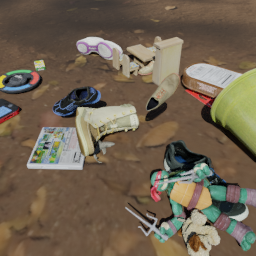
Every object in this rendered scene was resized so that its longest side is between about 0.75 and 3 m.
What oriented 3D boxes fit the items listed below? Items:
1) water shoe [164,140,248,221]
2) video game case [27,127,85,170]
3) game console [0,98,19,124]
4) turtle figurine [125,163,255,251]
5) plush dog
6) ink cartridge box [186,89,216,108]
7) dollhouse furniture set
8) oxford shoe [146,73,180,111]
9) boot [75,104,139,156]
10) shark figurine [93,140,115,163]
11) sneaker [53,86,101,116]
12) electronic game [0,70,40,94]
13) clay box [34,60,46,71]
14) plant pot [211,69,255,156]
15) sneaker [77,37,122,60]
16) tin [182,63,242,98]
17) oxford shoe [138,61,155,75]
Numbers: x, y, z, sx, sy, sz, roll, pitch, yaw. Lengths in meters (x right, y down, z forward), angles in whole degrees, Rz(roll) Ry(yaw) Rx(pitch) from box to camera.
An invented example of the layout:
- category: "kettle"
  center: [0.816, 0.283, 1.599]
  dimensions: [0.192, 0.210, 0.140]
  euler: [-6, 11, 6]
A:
- category: "water shoe"
  center: [1.977, 1.363, 7.488]
  dimensions: [0.970, 1.071, 2.714]
  euler: [-28, 47, -30]
- category: "video game case"
  center: [-2.165, 0.616, 9.090]
  dimensions: [1.679, 0.203, 1.842]
  euler: [1, 39, 1]
- category: "game console"
  center: [-5.053, -0.560, 10.514]
  dimensions: [1.394, 0.245, 1.576]
  euler: [27, 46, 29]
- category: "turtle figurine"
  center: [1.552, 1.629, 6.590]
  dimensions: [2.944, 2.204, 1.482]
  euler: [17, 27, 8]
- category: "plush dog"
  center: [1.542, 2.547, 6.294]
  dimensions: [0.883, 1.101, 0.946]
  euler: [-28, 24, 19]
- category: "ink cartridge box"
  center: [3.501, -1.519, 11.586]
  dimensions: [1.489, 0.378, 1.690]
  euler: [-20, 43, -24]
- category: "dollhouse furniture set"
  center: [1.036, -3.453, 12.803]
  dimensions: [2.581, 1.829, 2.810]
  euler: [-21, 44, -24]
- category: "oxford shoe"
  center: [0.963, -0.941, 7.775]
  dimensions: [0.467, 1.327, 0.496]
  euler: [38, 35, 3]
- category: "boot"
  center: [-0.624, -0.071, 8.888]
  dimensions: [1.999, 0.931, 2.585]
  euler: [-6, 26, -7]
- category: "shark figurine"
  center: [-0.924, 0.636, 8.925]
  dimensions: [0.605, 0.423, 1.013]
  euler: [16, 40, 21]
- category: "sneaker"
  center: [-1.880, -0.958, 9.472]
  dimensions: [1.869, 0.728, 0.655]
  euler: [-21, 71, 18]
- category: "electronic game"
  center: [-4.790, -2.058, 12.229]
  dimensions: [1.873, 0.390, 1.873]
  euler: [0, 39, 0]
- category: "clay box"
  center: [-4.290, -3.052, 13.610]
  dimensions: [0.443, 0.184, 0.771]
  euler: [-13, 41, -16]
- category: "plant pot"
  center: [4.264, -0.178, 8.596]
  dimensions: [2.533, 2.533, 2.328]
  euler: [-13, 52, -16]
- category: "sneaker"
  center: [-1.354, -4.302, 14.530]
  dimensions: [2.573, 0.963, 1.282]
  euler: [18, 43, 21]
- category: "tin"
  center: [3.582, -1.927, 11.461]
  dimensions: [2.897, 0.607, 1.622]
  euler: [28, 54, 32]
- category: "oxford shoe"
  center: [1.048, -2.892, 13.141]
  dimensions: [1.432, 0.529, 0.507]
  euler: [-29, 47, -31]
